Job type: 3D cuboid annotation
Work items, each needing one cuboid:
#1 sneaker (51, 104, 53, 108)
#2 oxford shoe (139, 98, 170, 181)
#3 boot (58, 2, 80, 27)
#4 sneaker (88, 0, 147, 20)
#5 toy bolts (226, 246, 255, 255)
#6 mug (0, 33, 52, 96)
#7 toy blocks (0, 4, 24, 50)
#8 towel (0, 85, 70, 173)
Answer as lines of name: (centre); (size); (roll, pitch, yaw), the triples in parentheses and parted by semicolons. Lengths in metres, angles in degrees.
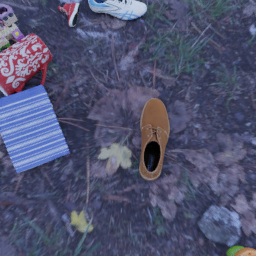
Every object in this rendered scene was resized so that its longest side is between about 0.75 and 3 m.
sneaker: (-3.240, -0.425, 9.620); (0.609, 0.564, 1.501); (41, 77, 3)
oxford shoe: (0.887, 0.235, 9.152); (1.018, 1.018, 2.855); (3, 70, 2)
boot: (-2.393, -4.452, 10.966); (0.824, 0.413, 1.142); (7, 64, 3)
sneaker: (-0.414, -4.799, 10.848); (2.325, 0.842, 0.835); (10, 71, 2)
toy bolts: (3.075, 4.495, 7.546); (1.959, 1.422, 2.050); (-20, 73, -6)
mug: (-3.730, -2.093, 9.928); (2.085, 1.851, 1.391); (-45, 41, -17)
toy blocks: (-4.864, -3.402, 9.703); (1.988, 2.128, 1.791); (-39, 82, -12)
towel: (-3.250, -0.007, 9.290); (1.849, 0.305, 2.554); (-22, 87, -11)
